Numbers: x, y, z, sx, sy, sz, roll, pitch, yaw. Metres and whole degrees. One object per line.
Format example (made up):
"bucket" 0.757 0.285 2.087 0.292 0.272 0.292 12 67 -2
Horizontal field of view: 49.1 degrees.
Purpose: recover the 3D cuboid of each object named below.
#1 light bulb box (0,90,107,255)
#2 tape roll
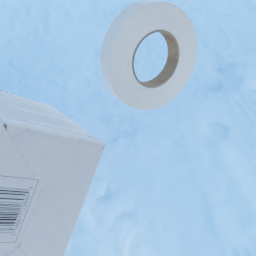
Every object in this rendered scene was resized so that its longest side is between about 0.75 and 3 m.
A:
"light bulb box" -1.768 0.732 4.202 2.251 1.405 2.231 28 98 51
"tape roll" 0.498 -1.494 5.954 2.283 2.283 0.417 -29 38 -18
